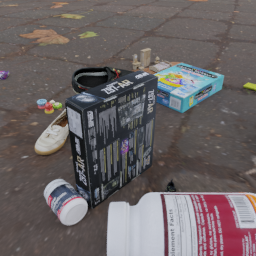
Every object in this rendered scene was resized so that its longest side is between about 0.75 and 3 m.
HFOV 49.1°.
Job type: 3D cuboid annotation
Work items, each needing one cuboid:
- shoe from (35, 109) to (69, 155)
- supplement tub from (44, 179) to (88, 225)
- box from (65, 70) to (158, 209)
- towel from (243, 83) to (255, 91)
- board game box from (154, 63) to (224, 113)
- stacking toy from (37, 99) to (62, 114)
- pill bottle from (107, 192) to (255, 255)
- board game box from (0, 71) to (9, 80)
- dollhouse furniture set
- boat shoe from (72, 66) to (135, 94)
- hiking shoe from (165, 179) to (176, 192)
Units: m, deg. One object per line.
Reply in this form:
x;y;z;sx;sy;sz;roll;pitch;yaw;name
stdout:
-2.223;-0.014;8.953;0.820;0.626;2.346;10;35;15;shoe
-1.427;1.664;6.364;0.672;0.672;0.958;-25;40;-32;supplement tub
-0.270;0.262;6.611;0.597;2.745;2.199;29;44;36;box
5.693;-1.637;11.906;1.420;0.128;0.611;26;36;35;towel
2.222;-1.789;11.600;2.195;0.682;2.907;28;43;36;board game box
-2.981;-0.947;10.618;0.850;0.359;0.769;26;42;33;stacking toy
1.053;1.968;5.094;2.783;1.572;1.572;0;33;1;pill bottle
-6.263;-2.455;13.091;1.199;0.194;0.719;-3;29;-4;board game box
1.314;-3.206;13.605;1.473;0.843;1.727;-26;41;-33;dollhouse furniture set
-0.467;-1.242;7.477;2.050;0.642;0.750;-2;74;-9;boat shoe
1.003;1.599;6.715;0.303;0.403;0.801;2;33;4;hiking shoe
